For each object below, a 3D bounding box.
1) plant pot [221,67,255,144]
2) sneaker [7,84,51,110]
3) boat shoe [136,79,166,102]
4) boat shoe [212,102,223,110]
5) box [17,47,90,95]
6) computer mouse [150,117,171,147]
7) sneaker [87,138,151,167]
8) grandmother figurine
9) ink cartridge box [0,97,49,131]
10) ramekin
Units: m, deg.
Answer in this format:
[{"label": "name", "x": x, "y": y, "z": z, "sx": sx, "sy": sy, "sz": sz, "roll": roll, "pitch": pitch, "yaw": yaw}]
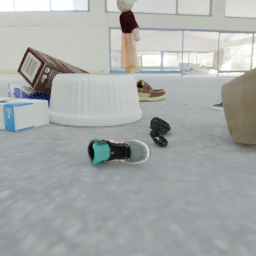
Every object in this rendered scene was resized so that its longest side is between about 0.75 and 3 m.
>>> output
[{"label": "plant pot", "x": 2.769, "y": -0.441, "z": 5.245, "sx": 1.750, "sy": 2.017, "sz": 2.017, "roll": -13, "pitch": 6, "yaw": 25}, {"label": "sneaker", "x": -3.158, "y": -1.017, "z": 9.331, "sx": 1.428, "sy": 0.999, "sz": 2.473, "roll": -6, "pitch": 12, "yaw": -15}, {"label": "boat shoe", "x": 0.665, "y": -1.700, "z": 12.542, "sx": 2.660, "sy": 0.957, "sz": 0.960, "roll": -8, "pitch": 15, "yaw": -33}, {"label": "boat shoe", "x": 3.539, "y": -0.852, "z": 10.027, "sx": 1.133, "sy": 0.375, "sz": 0.396, "roll": -2, "pitch": 12, "yaw": -7}, {"label": "box", "x": -2.193, "y": -1.662, "z": 9.611, "sx": 2.696, "sy": 1.010, "sz": 1.350, "roll": 12, "pitch": 24, "yaw": -50}, {"label": "computer mouse", "x": 0.657, "y": 0.119, "z": 6.003, "sx": 0.476, "sy": 0.276, "sz": 1.624, "roll": 25, "pitch": 18, "yaw": 0}, {"label": "sneaker", "x": -0.234, "y": 0.359, "z": 4.261, "sx": 1.050, "sy": 0.439, "sz": 0.634, "roll": 0, "pitch": 5, "yaw": 39}, {"label": "grandmother figurine", "x": 0.010, "y": -2.789, "z": 8.050, "sx": 0.706, "sy": 2.332, "sz": 1.414, "roll": -20, "pitch": 33, "yaw": -21}, {"label": "ink cartridge box", "x": -3.026, "y": -0.395, "z": 7.258, "sx": 1.557, "sy": 0.656, "sz": 1.126, "roll": 6, "pitch": 14, "yaw": 27}, {"label": "ramekin", "x": -0.956, "y": -0.932, "z": 8.214, "sx": 2.772, "sy": 1.291, "sz": 2.772, "roll": 1, "pitch": 12, "yaw": 0}]
